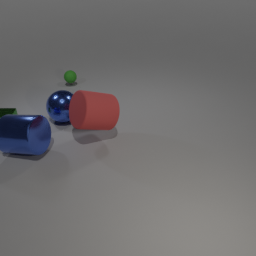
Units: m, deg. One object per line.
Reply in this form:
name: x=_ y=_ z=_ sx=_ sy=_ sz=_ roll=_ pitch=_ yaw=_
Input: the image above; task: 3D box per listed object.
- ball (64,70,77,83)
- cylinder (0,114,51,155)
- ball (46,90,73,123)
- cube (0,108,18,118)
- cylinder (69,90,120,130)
ball: x=-3.205 y=-2.848 z=15.560 sx=0.700 sy=0.700 sz=0.700 roll=0 pitch=31 yaw=0
cylinder: x=-3.694 y=0.227 z=9.931 sx=1.400 sy=1.400 sz=1.400 roll=2 pitch=30 yaw=18
ball: x=-2.787 y=-0.920 z=12.001 sx=1.400 sy=1.400 sz=1.400 roll=0 pitch=31 yaw=0
cube: x=-5.058 y=-0.363 z=11.713 sx=0.700 sy=0.700 sz=0.700 roll=0 pitch=36 yaw=0
cylinder: x=-1.261 y=-0.633 z=10.397 sx=1.400 sy=1.400 sz=1.400 roll=2 pitch=24 yaw=-38
